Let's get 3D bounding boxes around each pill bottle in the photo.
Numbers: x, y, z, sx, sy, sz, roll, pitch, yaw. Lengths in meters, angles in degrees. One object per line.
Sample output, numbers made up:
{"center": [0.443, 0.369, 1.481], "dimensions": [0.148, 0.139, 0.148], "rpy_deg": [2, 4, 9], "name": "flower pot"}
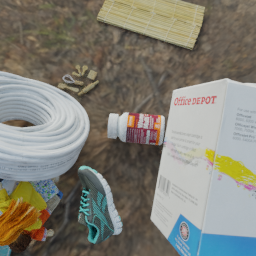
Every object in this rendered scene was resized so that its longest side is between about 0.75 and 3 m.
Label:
{"center": [0.195, 0.003, 6.811], "dimensions": [1.322, 0.724, 0.724], "rpy_deg": [5, 74, 2], "name": "pill bottle"}

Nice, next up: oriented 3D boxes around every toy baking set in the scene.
{"center": [-1.310, -1.249, 7.513], "dimensions": [1.040, 0.121, 0.798], "rpy_deg": [-41, 75, -11], "name": "toy baking set"}

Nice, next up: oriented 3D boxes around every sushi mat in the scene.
{"center": [0.669, -3.271, 8.065], "dimensions": [2.938, 0.178, 1.406], "rpy_deg": [19, 74, 5], "name": "sushi mat"}

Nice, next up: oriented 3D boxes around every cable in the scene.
{"center": [-2.280, -0.107, 5.918], "dimensions": [2.895, 1.003, 2.896], "rpy_deg": [7, 34, -27], "name": "cable"}

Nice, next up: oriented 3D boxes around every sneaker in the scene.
{"center": [-0.409, 0.933, 3.300], "dimensions": [0.448, 0.381, 0.982], "rpy_deg": [-29, 103, -37], "name": "sneaker"}

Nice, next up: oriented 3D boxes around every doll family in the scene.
{"center": [-2.547, 1.185, 5.465], "dimensions": [2.934, 1.322, 1.821], "rpy_deg": [38, 42, -6], "name": "doll family"}

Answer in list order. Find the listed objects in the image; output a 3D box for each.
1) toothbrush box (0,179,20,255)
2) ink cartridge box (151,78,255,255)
{"center": [-3.350, 2.076, 6.072], "dimensions": [1.659, 0.966, 2.266], "rpy_deg": [11, 72, 3], "name": "toothbrush box"}
{"center": [1.500, 0.601, 4.070], "dimensions": [1.634, 1.663, 2.258], "rpy_deg": [9, 92, -13], "name": "ink cartridge box"}
